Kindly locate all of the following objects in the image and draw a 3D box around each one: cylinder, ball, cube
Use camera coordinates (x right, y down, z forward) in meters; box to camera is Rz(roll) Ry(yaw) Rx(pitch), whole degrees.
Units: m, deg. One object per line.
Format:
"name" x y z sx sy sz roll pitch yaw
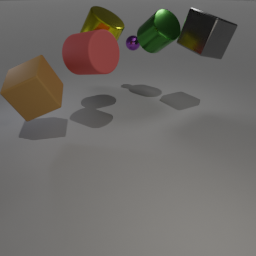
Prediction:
"cylinder" -1.245 -2.507 9.419 1.400 1.400 1.400 8 27 40
"cylinder" -1.052 -3.622 10.674 1.400 1.400 1.400 22 38 -19
"ball" 0.237 -4.080 13.454 0.700 0.700 0.700 0 28 0
"cylinder" 1.325 -4.187 12.225 1.400 1.400 1.400 -19 0 -32
"cube" -3.196 -1.350 9.555 1.400 1.400 1.400 -21 43 11
"cube" 3.034 -3.634 10.856 1.400 1.400 1.400 -5 36 -40
